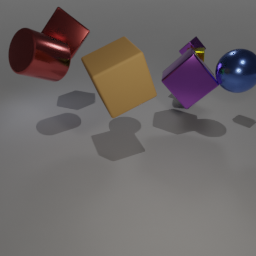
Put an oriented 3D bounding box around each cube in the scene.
[{"bbox_3d":[2.186,-1.796,10.051,1.400,1.400,1.400,-39,13,22],"label":"cube"},{"bbox_3d":[-2.444,-3.645,10.952,1.400,1.400,1.400,34,11,-16],"label":"cube"},{"bbox_3d":[2.721,-2.820,11.327,0.700,0.700,0.700,4,30,14],"label":"cube"},{"bbox_3d":[2.765,-3.348,12.013,0.700,0.700,0.700,-45,7,-38],"label":"cube"},{"bbox_3d":[-0.254,-1.407,7.688,1.400,1.400,1.400,-28,39,-3],"label":"cube"}]

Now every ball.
[{"bbox_3d":[3.545,-1.830,9.025,1.400,1.400,1.400,0,30,0],"label":"ball"}]

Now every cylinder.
[{"bbox_3d":[-2.796,-2.281,8.917,1.400,1.400,1.400,23,12,35],"label":"cylinder"}]
